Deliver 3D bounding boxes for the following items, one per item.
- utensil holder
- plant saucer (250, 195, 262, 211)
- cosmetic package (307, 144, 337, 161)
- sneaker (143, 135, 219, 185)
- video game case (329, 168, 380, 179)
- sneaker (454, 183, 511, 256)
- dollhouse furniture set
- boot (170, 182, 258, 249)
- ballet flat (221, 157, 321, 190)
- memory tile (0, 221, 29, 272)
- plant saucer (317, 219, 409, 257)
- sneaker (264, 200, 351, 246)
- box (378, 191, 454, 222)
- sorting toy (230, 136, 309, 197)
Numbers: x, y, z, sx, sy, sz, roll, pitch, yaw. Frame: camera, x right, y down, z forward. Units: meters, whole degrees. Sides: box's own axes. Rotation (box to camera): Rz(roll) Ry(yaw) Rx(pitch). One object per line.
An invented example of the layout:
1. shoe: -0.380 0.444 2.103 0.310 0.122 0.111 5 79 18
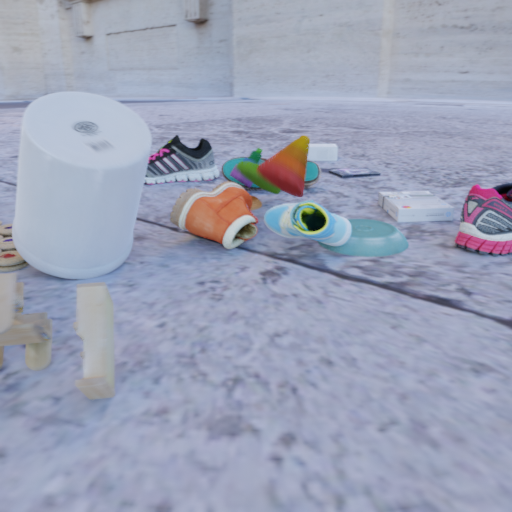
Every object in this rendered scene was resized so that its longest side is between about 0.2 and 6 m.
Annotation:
1. utensil holder: -2.448 -0.979 7.820 1.737 2.044 1.737 13 44 -12
2. plant saucer: -0.355 -1.153 12.018 0.965 0.181 0.965 1 20 0
3. cosmetic package: 1.866 -3.233 17.495 1.277 0.455 0.648 1 19 2
4. sneaker: -2.278 -2.503 14.341 2.672 1.169 0.986 -5 20 -15
5. video game case: 2.682 -2.266 15.293 1.152 0.109 0.823 -8 21 -18
6. sneaker: 4.669 -0.751 9.531 2.874 1.073 1.159 -11 22 -30
7. dollhouse furniture set: -2.054 0.827 5.052 1.444 0.940 1.327 -4 -24 -8
8. boot: -0.426 -0.667 9.952 1.252 0.876 2.335 27 21 15
9. ballet flat: 0.374 -1.946 13.627 2.400 0.817 0.807 6 -1 7
10. memory tile: -4.331 -0.225 9.355 2.319 0.195 1.777 8 21 22
11. plant saucer: 1.833 -0.361 9.623 1.557 0.280 1.557 0 19 0
12. sneaker: 0.643 -0.621 8.980 1.597 0.635 1.042 11 -5 33
13. box: 3.239 -1.030 11.490 1.120 0.296 1.437 -2 19 -4
14. sorting toy: 0.340 -1.984 11.717 1.079 1.072 3.112 32 -3 -21
